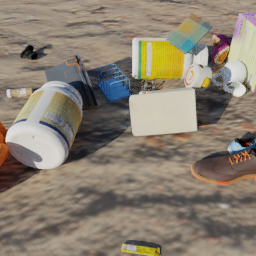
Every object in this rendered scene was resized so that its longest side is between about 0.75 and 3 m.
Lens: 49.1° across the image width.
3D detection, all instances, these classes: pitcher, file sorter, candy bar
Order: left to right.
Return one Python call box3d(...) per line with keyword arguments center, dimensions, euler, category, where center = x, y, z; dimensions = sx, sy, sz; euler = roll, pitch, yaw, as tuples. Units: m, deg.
box3d(center=(-0.551, -1.747, 10.650), dimensions=(0.897, 0.793, 1.293), euler=(-18, 46, -18), category="file sorter")
box3d(center=(0.271, 2.726, 6.248), dimensions=(0.886, 0.098, 0.221), euler=(5, 42, 6), category="candy bar")
box3d(center=(3.930, -2.024, 10.860), dimensions=(1.270, 0.897, 1.480), euler=(19, 51, 1), category="pitcher")

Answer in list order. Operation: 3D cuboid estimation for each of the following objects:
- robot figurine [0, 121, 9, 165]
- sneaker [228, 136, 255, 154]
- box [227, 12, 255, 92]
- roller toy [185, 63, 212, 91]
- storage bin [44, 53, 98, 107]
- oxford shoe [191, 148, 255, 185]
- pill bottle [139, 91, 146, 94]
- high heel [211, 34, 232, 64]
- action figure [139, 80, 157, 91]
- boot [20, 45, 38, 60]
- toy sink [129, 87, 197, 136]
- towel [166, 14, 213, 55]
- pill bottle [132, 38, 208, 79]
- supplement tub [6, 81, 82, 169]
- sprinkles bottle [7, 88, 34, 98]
box3d(center=(-4.245, 0.859, 7.208), dimensions=(2.008, 1.628, 2.791), euler=(23, 43, -4), category="robot figurine")
box3d(center=(3.739, 0.577, 8.192), dimensions=(1.454, 0.654, 0.570), euler=(3, 42, 3), category="sneaker")
box3d(center=(5.175, -3.029, 11.018), dimensions=(1.193, 2.170, 2.467), euler=(-7, 42, -7), category="box")
box3d(center=(2.380, -1.690, 9.369), dimensions=(0.669, 0.958, 0.874), euler=(10, 76, -16), category="roller toy")
box3d(center=(-2.147, -1.611, 10.099), dimensions=(1.463, 1.586, 2.179), euler=(-21, 45, -7), category="storage bin")
box3d(center=(2.981, 0.915, 7.622), dimensions=(2.529, 0.917, 0.900), euler=(-4, 42, -5), category="oxford shoe")
box3d(center=(1.149, -0.868, 9.647), dimensions=(1.501, 0.842, 0.842), euler=(-3, 42, -2), category="pill bottle")
box3d(center=(3.948, -3.657, 12.567), dimensions=(1.280, 0.898, 2.668), euler=(34, 46, 19), category="high heel")
box3d(center=(0.793, -1.584, 10.760), dimensions=(0.486, 0.418, 0.819), euler=(-23, 44, -38), category="action figure")
box3d(center=(-4.409, -3.446, 12.821), dimensions=(0.698, 0.351, 0.934), euler=(10, 53, 21), category="boot")
box3d(center=(1.055, -0.529, 8.692), dimensions=(1.936, 1.262, 1.084), euler=(-6, 11, 3), category="toy sink")
box3d(center=(2.194, -3.394, 10.094), dimensions=(1.385, 0.150, 1.016), euler=(-45, 68, -2), category="towel")
box3d(center=(1.604, -2.748, 11.146), dimensions=(2.861, 1.613, 1.613), euler=(0, 42, 1), category="pill bottle")
box3d(center=(-2.308, -0.157, 8.236), dimensions=(1.692, 1.692, 2.344), euler=(5, 42, 5), category="supplement tub")
box3d(center=(-4.051, -1.333, 10.550), dimensions=(0.911, 0.311, 0.311), euler=(-6, 43, -8), category="sprinkles bottle")
